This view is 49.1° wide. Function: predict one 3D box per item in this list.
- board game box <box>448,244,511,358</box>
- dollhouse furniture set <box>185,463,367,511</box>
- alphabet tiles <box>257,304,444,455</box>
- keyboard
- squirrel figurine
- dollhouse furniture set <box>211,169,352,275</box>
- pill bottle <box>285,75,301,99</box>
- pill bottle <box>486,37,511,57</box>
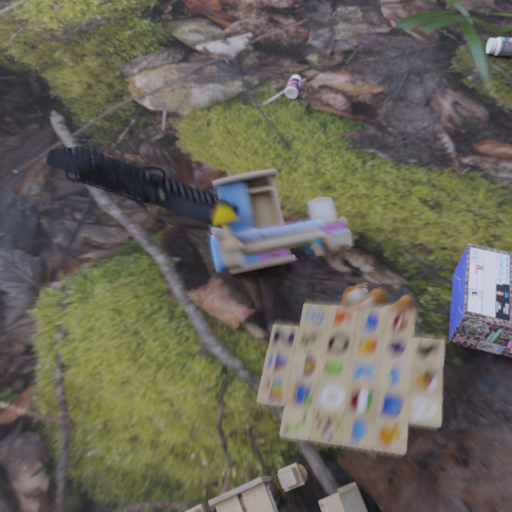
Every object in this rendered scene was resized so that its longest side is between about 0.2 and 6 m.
[{"bbox_3d":[4.736,0.908,10.234,2.084,1.009,1.661,13,54,9],"label":"board game box"},{"bbox_3d":[0.455,4.295,8.179,2.423,1.183,2.066,-29,66,14],"label":"dollhouse furniture set"},{"bbox_3d":[1.339,1.652,7.971,2.515,0.080,2.093,3,55,16],"label":"alphabet tiles"},{"bbox_3d":[-1.966,-1.447,10.102,3.453,0.684,1.797,20,21,4],"label":"keyboard"},{"bbox_3d":[2.125,1.120,9.901,1.008,1.425,1.330,-51,39,-7],"label":"squirrel figurine"},{"bbox_3d":[0.436,-0.871,9.996,2.706,2.867,1.871,-12,86,-4],"label":"dollhouse furniture set"},{"bbox_3d":[0.987,-4.430,14.634,0.359,0.359,0.644,12,54,9],"label":"pill bottle"},{"bbox_3d":[6.903,-5.811,15.581,0.858,0.485,0.485,5,53,3],"label":"pill bottle"}]
